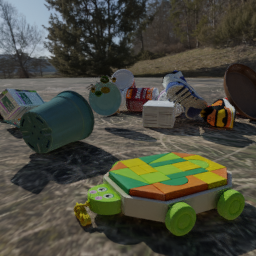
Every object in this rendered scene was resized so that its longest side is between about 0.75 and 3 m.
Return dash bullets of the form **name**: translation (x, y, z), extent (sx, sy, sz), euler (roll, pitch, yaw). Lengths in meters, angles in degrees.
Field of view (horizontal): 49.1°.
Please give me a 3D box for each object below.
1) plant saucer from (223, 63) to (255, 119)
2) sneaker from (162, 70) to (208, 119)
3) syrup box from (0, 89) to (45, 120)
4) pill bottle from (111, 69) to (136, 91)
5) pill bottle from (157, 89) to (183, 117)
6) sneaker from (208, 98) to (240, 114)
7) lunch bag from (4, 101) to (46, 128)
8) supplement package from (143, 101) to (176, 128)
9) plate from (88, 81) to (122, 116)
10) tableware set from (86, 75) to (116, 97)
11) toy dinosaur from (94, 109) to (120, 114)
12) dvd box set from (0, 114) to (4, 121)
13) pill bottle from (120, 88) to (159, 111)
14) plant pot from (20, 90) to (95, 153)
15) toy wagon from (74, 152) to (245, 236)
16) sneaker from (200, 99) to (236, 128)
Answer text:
- **plant saucer**: translation (5.296, -1.595, 12.606), extent (2.809, 2.809, 0.484), euler (-8, -18, -30)
- **sneaker**: translation (2.252, -1.555, 11.509), extent (1.070, 1.529, 2.647), euler (-33, -39, 24)
- **syrup box**: translation (-3.114, -0.701, 8.182), extent (0.635, 0.614, 1.558), euler (-40, -3, 11)
- **pill bottle**: translation (-0.150, -2.193, 15.693), extent (1.242, 1.242, 2.199), euler (2, -21, 10)
- **pill bottle**: translation (2.012, -1.264, 13.370), extent (1.237, 1.237, 2.204), euler (1, 13, 6)
- **sneaker**: translation (4.746, -1.364, 13.447), extent (2.375, 1.372, 0.931), euler (-4, 13, -16)
- **lunch bag**: translation (-3.687, -0.529, 10.709), extent (1.639, 0.999, 1.396), euler (16, 16, 32)
- **supplement package**: translation (1.282, -0.587, 11.254), extent (1.179, 0.840, 1.514), euler (3, 13, 13)
- **plate**: translation (-0.893, -1.168, 11.095), extent (1.388, 1.388, 0.177), euler (3, 9, 14)
- **tableware set**: translation (-0.813, -1.418, 9.225), extent (0.695, 0.158, 1.031), euler (39, 57, 22)
- **toy dinosaur**: translation (-0.830, -0.781, 13.321), extent (0.863, 0.491, 1.625), euler (-21, -3, 28)
- **dvd box set**: translation (-4.666, -0.697, 12.841), extent (1.754, 0.352, 2.397), euler (8, 15, 32)
- **pill bottle**: translation (0.439, -1.453, 14.256), extent (2.134, 1.205, 1.205), euler (2, 13, 16)
- **plant pot**: translation (-2.075, -0.117, 7.994), extent (1.613, 1.613, 1.579), euler (7, 23, 29)
- **toy wagon**: translation (0.451, 1.026, 4.866), extent (2.801, 0.554, 2.173), euler (-6, 14, -26)
- **sneaker**: translation (3.512, -0.683, 11.474), extent (1.192, 0.926, 2.649), euler (4, 15, 3)
